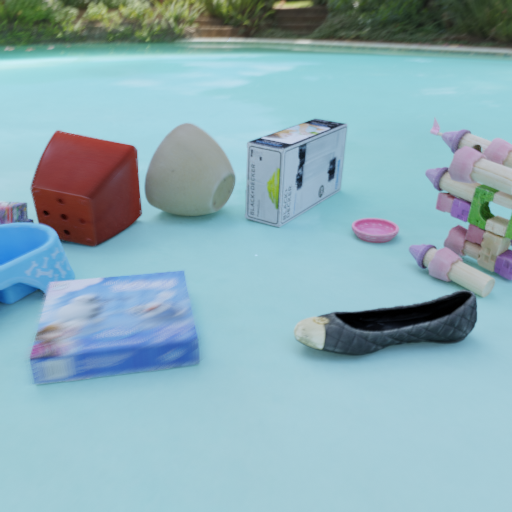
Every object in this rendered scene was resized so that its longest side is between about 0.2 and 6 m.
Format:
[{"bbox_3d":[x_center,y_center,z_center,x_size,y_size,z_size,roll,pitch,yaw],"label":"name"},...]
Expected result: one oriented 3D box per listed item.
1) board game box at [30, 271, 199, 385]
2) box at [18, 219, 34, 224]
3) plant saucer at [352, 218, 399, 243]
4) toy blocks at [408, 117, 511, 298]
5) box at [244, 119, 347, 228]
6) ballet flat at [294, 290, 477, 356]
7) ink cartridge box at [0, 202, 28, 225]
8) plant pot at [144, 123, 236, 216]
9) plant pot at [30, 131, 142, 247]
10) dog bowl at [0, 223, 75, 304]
[{"bbox_3d":[-1.989,0.925,8.095,2.110,0.458,2.100,-5,25,-11],"label":"board game box"},{"bbox_3d":[-5.583,-0.612,11.586,1.617,0.262,0.980,12,27,16],"label":"box"},{"bbox_3d":[2.419,-0.503,11.421,0.944,0.239,0.944,1,25,0],"label":"plant saucer"},{"bbox_3d":[3.926,-1.008,9.883,2.623,2.451,2.208,-21,38,-32],"label":"toy blocks"},{"bbox_3d":[0.962,-1.974,12.803,0.916,1.777,3.048,18,29,29],"label":"box"},{"bbox_3d":[1.806,0.878,7.853,2.640,0.750,0.877,-5,25,-10],"label":"ballet flat"},{"bbox_3d":[-5.144,-0.812,10.907,0.826,0.382,1.517,1,10,-1],"label":"ink cartridge box"},{"bbox_3d":[-1.250,-1.679,12.188,1.358,2.023,2.023,28,34,17],"label":"plant pot"},{"bbox_3d":[-3.468,-1.202,11.189,1.783,1.785,1.573,12,42,8],"label":"plant pot"},{"bbox_3d":[-4.471,0.403,8.759,1.944,0.864,3.487,13,28,24],"label":"dog bowl"}]
